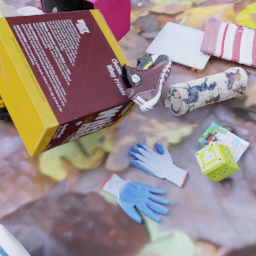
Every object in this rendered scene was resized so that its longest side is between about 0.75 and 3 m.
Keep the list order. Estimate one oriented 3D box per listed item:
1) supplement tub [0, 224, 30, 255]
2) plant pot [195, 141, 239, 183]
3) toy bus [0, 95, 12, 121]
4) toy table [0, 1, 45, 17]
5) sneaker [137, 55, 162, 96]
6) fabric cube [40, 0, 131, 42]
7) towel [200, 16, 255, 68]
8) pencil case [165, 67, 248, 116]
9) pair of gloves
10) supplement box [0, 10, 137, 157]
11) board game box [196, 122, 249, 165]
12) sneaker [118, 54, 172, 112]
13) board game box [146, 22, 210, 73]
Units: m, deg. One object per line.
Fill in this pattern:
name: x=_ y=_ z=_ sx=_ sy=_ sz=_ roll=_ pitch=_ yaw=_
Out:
supplement tub: x=-2.986 y=3.103 z=5.638 sx=1.391 sy=1.391 sz=1.922 roll=36 pitch=61 yaw=24
plant pot: x=2.328 y=0.882 z=7.507 sx=0.820 sy=0.744 sz=0.816 roll=-37 pitch=47 yaw=27
toy bus: x=-4.410 y=-1.510 z=9.152 sx=2.384 sy=1.618 sz=2.289 roll=-2 pitch=39 yaw=1
toy table: x=-4.025 y=-3.719 z=10.545 sx=2.270 sy=2.086 sz=1.329 roll=13 pitch=34 yaw=40
sneaker: x=0.728 y=-1.792 z=9.814 sx=0.885 sy=0.779 sz=2.093 roll=-3 pitch=44 yaw=0
fabric cube: x=-1.507 y=-4.522 z=10.781 sx=2.457 sy=2.411 sz=2.450 roll=24 pitch=56 yaw=18
towel: x=4.417 y=-3.282 z=10.924 sx=2.991 sy=0.340 sz=2.154 roll=18 pitch=56 yaw=4
pencil case: x=2.525 y=-1.195 z=9.150 sx=2.595 sy=1.161 sz=1.010 roll=-18 pitch=84 yaw=-13
pair of gloves: x=0.533 y=1.358 z=7.674 sx=1.887 sy=0.267 sz=2.347 roll=28 pitch=59 yaw=19
supplement box: x=-1.666 y=-1.280 z=7.573 sx=2.954 sy=1.962 sz=2.914 roll=-23 pitch=79 yaw=-35
board game box: x=2.823 y=0.469 z=8.352 sx=1.241 sy=0.227 sz=0.939 roll=35 pitch=59 yaw=21
sneaker: x=0.412 y=-1.448 z=7.171 sx=1.146 sy=0.751 sz=1.985 roll=32 pitch=52 yaw=-17
board game box: x=2.203 y=-3.247 z=11.139 sx=2.281 sy=0.295 sz=2.281 roll=22 pitch=56 yaw=16
